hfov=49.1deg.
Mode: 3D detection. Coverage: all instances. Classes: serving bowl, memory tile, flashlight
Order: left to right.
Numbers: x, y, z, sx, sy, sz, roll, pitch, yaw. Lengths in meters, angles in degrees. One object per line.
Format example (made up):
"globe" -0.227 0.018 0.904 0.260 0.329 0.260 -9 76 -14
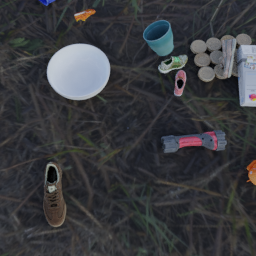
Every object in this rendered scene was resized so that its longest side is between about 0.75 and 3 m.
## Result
"serving bowl" -2.053 -2.286 11.978 2.619 0.861 2.619 0 69 0
"flashlight" 2.536 0.582 10.871 2.366 0.801 0.804 -6 78 -3
"memory tile" 4.390 -3.214 12.677 2.883 0.242 2.210 -9 69 -4

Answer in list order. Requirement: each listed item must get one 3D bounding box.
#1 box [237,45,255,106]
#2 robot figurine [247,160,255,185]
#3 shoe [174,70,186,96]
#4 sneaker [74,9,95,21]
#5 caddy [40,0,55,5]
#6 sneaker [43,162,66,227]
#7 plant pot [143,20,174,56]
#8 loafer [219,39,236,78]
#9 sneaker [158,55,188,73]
"box" 5.796 -2.221 11.937 2.041 0.539 2.618 1 75 0
"robot figurine" 5.094 1.607 10.429 1.423 0.830 1.024 -42 75 -15
"shoe" 2.269 -2.040 12.027 0.460 0.586 1.288 12 69 5
"sneaker" -1.678 -4.471 11.100 0.919 0.355 0.335 -5 36 26
"caddy" -4.175 -6.784 13.450 1.031 1.389 1.964 -33 56 -19
"sneaker" -2.763 2.352 10.102 0.812 0.871 2.305 -10 68 -4
"plant pot" 1.206 -3.193 10.226 1.017 0.956 1.017 -15 52 21
"loafer" 4.261 -3.036 12.182 0.648 0.741 2.061 9 62 20
"sneaker" 2.034 -2.921 12.350 1.461 0.647 0.562 -27 71 -11
